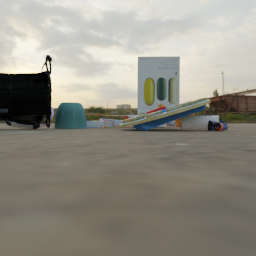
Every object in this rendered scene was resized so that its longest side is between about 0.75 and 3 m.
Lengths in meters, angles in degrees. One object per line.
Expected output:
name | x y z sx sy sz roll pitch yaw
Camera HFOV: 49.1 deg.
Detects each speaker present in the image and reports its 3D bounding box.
speaker | 2.137 -0.149 8.291 1.091 0.443 0.443 0 1 16

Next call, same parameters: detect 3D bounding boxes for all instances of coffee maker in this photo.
coffee maker | -3.867 -1.181 9.045 2.600 2.497 1.751 -3 18 -23

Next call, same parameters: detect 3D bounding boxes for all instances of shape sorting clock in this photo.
shape sorting clock | 1.079 -0.478 8.526 2.806 0.550 2.806 -20 4 1

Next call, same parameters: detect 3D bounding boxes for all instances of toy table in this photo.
toy table | -4.879 -0.832 14.717 1.933 1.776 1.132 -9 -21 44

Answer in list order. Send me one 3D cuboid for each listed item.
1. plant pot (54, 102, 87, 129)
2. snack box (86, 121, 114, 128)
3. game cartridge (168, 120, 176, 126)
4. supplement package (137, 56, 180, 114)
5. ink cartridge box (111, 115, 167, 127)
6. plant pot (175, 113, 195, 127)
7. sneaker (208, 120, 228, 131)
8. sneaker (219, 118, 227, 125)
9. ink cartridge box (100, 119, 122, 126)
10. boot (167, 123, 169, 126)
plant pot | -2.152 -0.465 10.526 1.212 0.973 1.212 0 2 0
snack box | -1.263 -0.159 11.854 1.122 0.297 0.798 1 1 28
game cartridge | 3.526 -0.325 17.797 1.423 0.444 2.137 -3 -1 26
supplement package | 1.307 -1.789 12.338 1.789 2.357 1.775 0 1 3
ink cartridge box | 0.308 -0.301 12.647 2.570 0.644 2.068 -3 1 -2
plant pot | 2.837 -0.451 14.226 1.121 0.784 1.121 0 2 0
sneaker | 2.407 -0.032 7.575 0.307 0.295 0.782 7 8 -14
sneaker | 4.714 -0.367 15.047 0.571 0.600 1.515 1 2 -24
ink cartridge box | -0.756 -0.328 16.747 1.796 0.377 1.072 2 1 -12
boot | 2.072 -0.562 18.141 1.334 0.933 2.487 6 2 16
